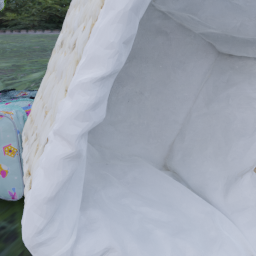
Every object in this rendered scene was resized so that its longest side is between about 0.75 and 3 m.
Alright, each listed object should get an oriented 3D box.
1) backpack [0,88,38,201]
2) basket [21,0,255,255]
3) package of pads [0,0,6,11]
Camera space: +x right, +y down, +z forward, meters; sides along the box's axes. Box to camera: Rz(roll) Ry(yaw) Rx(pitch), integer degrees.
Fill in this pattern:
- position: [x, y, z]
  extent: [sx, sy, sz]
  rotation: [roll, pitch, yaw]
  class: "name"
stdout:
- position: [-2.053, 0.232, 4.628]
  extent: [1.921, 1.689, 1.473]
  rotation: [5, 19, 23]
  class: "backpack"
- position: [0.547, -0.338, 3.339]
  extent: [2.992, 2.965, 2.406]
  rotation: [19, 7, -30]
  class: "basket"
- position: [-3.775, -2.629, 5.376]
  extent: [1.849, 0.816, 2.393]
  rotation: [37, 52, -5]
  class: "package of pads"
